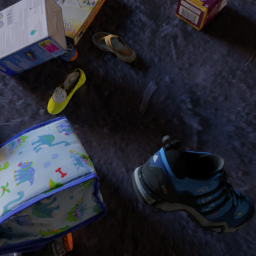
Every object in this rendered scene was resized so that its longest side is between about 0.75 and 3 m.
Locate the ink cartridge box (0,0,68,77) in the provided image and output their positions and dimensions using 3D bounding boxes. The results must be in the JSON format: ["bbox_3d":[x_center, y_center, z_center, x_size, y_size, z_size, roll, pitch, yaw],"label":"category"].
[{"bbox_3d":[-3.399,-2.872,8.885,2.692,1.028,1.837,-17,69,15],"label":"ink cartridge box"}]

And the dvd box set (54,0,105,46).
[{"bbox_3d":[-2.199,-4.484,10.331,2.097,0.421,2.866,21,67,9],"label":"dvd box set"}]

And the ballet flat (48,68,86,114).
[{"bbox_3d":[-1.951,-1.203,8.728,0.573,0.575,1.716,31,69,13],"label":"ballet flat"}]

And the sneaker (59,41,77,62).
[{"bbox_3d":[-2.513,-2.873,9.444,1.726,0.677,0.650,20,65,9],"label":"sneaker"}]

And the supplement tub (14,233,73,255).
[{"bbox_3d":[-2.022,2.791,6.779,1.252,0.767,0.767,-11,66,-5],"label":"supplement tub"}]

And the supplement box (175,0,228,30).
[{"bbox_3d":[2.734,-4.600,10.115,1.152,0.908,1.759,39,71,16],"label":"supplement box"}]

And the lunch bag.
[{"bbox_3d":[-2.267,1.360,6.502,2.854,1.818,2.426,-20,40,-18],"label":"lunch bag"}]

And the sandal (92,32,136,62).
[{"bbox_3d":[-0.453,-2.856,9.553,1.710,0.462,0.687,35,70,15],"label":"sandal"}]

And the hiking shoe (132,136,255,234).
[{"bbox_3d":[1.353,1.008,4.586,2.549,1.105,0.948,20,34,-27],"label":"hiking shoe"}]
